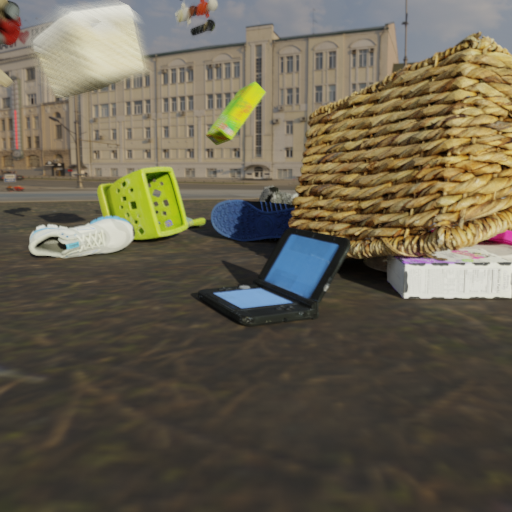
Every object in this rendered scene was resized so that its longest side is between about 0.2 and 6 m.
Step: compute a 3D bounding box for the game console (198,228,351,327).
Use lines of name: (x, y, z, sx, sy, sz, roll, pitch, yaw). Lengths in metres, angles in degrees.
game console: (0.159, 0.191, 6.830, 1.385, 0.917, 1.575, -4, 9, -25)

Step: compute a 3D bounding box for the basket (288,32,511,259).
basket: (2.823, -1.029, 9.395, 2.997, 3.129, 4.200, 19, -14, -29)

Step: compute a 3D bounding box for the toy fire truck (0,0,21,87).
toy fire truck: (-4.733, -3.865, 10.128, 0.838, 1.302, 1.146, 23, 43, 16)

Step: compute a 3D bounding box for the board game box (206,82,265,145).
board game box: (-0.522, -3.577, 14.111, 0.389, 1.632, 0.829, 41, -19, -24)

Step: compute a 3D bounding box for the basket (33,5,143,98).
basket: (-2.624, -3.166, 8.807, 1.075, 0.978, 1.586, -28, 20, -36)

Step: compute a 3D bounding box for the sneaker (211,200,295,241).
sneaker: (0.365, -0.795, 13.534, 2.924, 1.025, 1.139, 8, 3, 27)

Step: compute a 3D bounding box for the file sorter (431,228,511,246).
file sorter: (4.433, -1.140, 11.556, 1.936, 1.748, 2.787, 10, 0, -39)

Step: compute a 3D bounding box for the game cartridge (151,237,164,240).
game cartridge: (-2.626, -0.496, 14.076, 0.533, 0.098, 0.605, 3, 12, 17)

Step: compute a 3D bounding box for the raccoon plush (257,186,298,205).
raccoon plush: (0.884, -1.626, 18.432, 1.678, 1.211, 2.504, 5, 6, -24)

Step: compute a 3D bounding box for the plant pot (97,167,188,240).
plant pot: (-2.780, -1.166, 13.459, 1.487, 1.631, 1.639, -12, 6, 18)

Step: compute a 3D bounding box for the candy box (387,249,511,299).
candy box: (2.647, 0.232, 7.836, 1.417, 0.507, 1.188, -1, 9, 2)

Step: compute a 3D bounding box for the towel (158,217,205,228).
towel: (-3.141, -1.015, 16.767, 2.849, 0.324, 2.046, -4, 9, -23)

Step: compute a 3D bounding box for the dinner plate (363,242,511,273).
dinner plate: (3.545, 0.010, 9.988, 3.217, 0.390, 3.217, 0, 10, 0)

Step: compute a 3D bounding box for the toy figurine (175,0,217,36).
toy figurine: (-0.956, -3.987, 9.093, 0.445, 0.639, 0.629, -3, -19, 35)

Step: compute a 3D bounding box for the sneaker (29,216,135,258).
sneaker: (-3.385, -0.259, 10.873, 2.047, 0.767, 0.887, -10, 16, -8)
